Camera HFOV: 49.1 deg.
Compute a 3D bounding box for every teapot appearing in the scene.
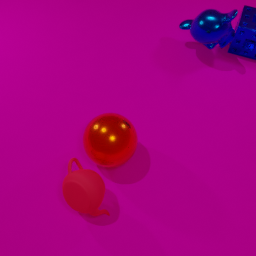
[{"bbox_3d":[-0.902,1.391,6.224,0.782,0.992,1.596,-33,96,-55],"label":"teapot"}]

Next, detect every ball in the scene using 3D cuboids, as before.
[{"bbox_3d":[-0.422,0.288,6.700,1.312,1.312,1.312,0,60,0],"label":"ball"}]

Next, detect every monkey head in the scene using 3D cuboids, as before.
[{"bbox_3d":[2.560,-3.119,8.315,1.944,1.171,1.398,11,70,49],"label":"monkey head"}]

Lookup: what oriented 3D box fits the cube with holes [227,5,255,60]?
[{"bbox_3d":[3.862,-2.935,8.698,1.043,1.043,1.043,19,62,11],"label":"cube with holes"}]
